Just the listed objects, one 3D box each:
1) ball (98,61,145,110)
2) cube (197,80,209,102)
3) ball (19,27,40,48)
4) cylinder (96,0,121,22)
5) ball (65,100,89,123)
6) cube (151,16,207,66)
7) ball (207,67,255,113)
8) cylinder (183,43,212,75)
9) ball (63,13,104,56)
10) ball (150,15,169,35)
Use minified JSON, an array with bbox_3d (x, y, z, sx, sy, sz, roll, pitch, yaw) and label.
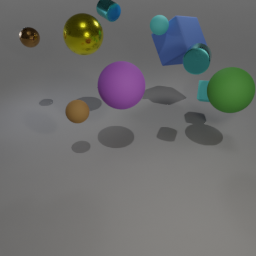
[{"bbox_3d":[-0.190,-1.242,8.212,1.400,1.400,1.400,0,31,0],"label":"ball"},{"bbox_3d":[3.003,-1.350,10.437,0.700,0.700,0.700,8,1,22],"label":"cube"},{"bbox_3d":[-3.507,-3.232,10.006,0.700,0.700,0.700,0,31,0],"label":"ball"},{"bbox_3d":[-0.746,-4.558,10.793,0.700,0.700,0.700,-23,52,-33],"label":"cylinder"},{"bbox_3d":[-1.487,-0.483,8.245,0.700,0.700,0.700,0,31,0],"label":"ball"},{"bbox_3d":[2.050,-3.432,11.142,1.400,1.400,1.400,-16,-4,-42],"label":"cube"},{"bbox_3d":[3.151,-1.159,8.617,1.400,1.400,1.400,0,31,0],"label":"ball"},{"bbox_3d":[1.863,-1.862,7.518,0.700,0.700,0.700,9,29,15],"label":"cylinder"},{"bbox_3d":[-1.550,-3.244,9.746,1.400,1.400,1.400,0,31,0],"label":"ball"},{"bbox_3d":[1.155,-3.794,10.340,0.700,0.700,0.700,0,31,0],"label":"ball"}]
